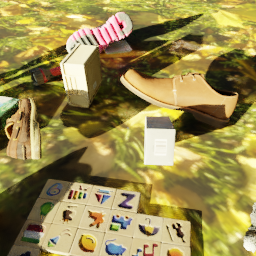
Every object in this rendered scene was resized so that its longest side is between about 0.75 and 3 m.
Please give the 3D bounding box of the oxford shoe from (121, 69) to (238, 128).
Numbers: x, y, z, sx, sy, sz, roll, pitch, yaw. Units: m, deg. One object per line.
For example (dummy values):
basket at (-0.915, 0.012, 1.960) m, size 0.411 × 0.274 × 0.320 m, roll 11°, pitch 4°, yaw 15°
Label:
oxford shoe at (1.259, -0.960, 6.738) m, size 2.873 × 1.024 × 1.025 m, roll 17°, pitch 30°, yaw -8°

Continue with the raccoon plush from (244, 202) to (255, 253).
raccoon plush at (2.356, 1.444, 4.591) m, size 0.558 × 0.773 × 1.154 m, roll 20°, pitch 43°, yaw 23°

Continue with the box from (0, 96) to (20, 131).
box at (-3.884, -0.112, 6.789) m, size 1.608 × 0.405 × 2.228 m, roll 9°, pitch 39°, yaw 11°

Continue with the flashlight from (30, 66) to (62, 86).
flashlight at (-2.280, -1.817, 8.851) m, size 1.546 × 0.525 × 0.524 m, roll -27°, pitch 43°, yaw -28°

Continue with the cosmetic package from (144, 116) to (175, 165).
cosmetic package at (0.625, 0.211, 5.781) m, size 0.621 × 0.735 × 1.376 m, roll 1°, pitch 11°, yaw 1°

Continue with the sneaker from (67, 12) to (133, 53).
sneaker at (-1.098, -3.391, 10.532) m, size 2.631 × 1.039 × 1.255 m, roll -27°, pitch 18°, yaw -13°

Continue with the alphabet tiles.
alphabet tiles at (-0.423, 1.925, 4.541) m, size 2.836 × 0.107 × 2.371 m, roll 7°, pitch 39°, yaw 8°

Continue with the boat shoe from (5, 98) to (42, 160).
boat shoe at (-2.328, -0.069, 6.154) m, size 0.695 × 0.740 × 2.057 m, roll -4°, pitch 35°, yaw -20°

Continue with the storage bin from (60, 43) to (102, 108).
storage bin at (-1.225, -1.459, 7.775) m, size 0.622 × 1.318 × 1.327 m, roll 6°, pitch 39°, yaw 10°

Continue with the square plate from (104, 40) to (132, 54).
square plate at (-0.453, -3.070, 10.712) m, size 1.016 × 0.146 × 1.026 m, roll -10°, pitch 40°, yaw -12°
